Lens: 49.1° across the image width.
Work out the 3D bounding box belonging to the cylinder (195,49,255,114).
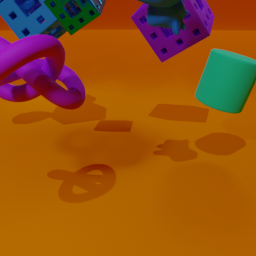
[{"bbox_3d":[1.825,-0.871,5.162,0.926,0.926,0.926,13,25,-6],"label":"cylinder"}]

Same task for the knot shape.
[{"bbox_3d":[-1.091,-0.623,3.340,1.323,0.653,1.414,15,-7,-40],"label":"knot shape"}]

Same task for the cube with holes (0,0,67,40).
[{"bbox_3d":[-2.034,-2.644,6.284,1.217,1.217,1.217,-37,8,6],"label":"cube with holes"}]

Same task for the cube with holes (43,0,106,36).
[{"bbox_3d":[-0.939,-2.307,5.115,0.717,0.717,0.717,-25,35,25],"label":"cube with holes"}]

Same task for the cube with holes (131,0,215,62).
[{"bbox_3d":[1.067,-2.541,6.408,1.238,1.238,1.238,-23,26,36],"label":"cube with holes"}]

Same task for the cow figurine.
[{"bbox_3d":[0.562,-1.825,3.682,1.238,0.691,1.258,18,-14,-29],"label":"cow figurine"}]
